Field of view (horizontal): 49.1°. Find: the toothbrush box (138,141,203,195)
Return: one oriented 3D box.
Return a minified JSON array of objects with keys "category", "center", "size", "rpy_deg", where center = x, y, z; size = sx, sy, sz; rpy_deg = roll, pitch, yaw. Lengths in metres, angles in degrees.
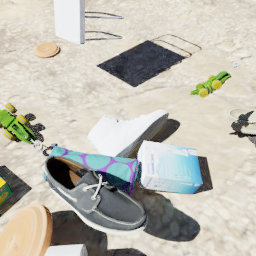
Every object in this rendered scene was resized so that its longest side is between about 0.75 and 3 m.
[{"category":"toothbrush box","center":[1.051,1.033,7.304],"size":[1.501,0.640,1.099],"rpy_deg":[9,48,-11]}]

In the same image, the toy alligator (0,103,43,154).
[{"category":"toy alligator","center":[-3.287,0.050,8.458],"size":[2.373,0.570,0.786],"rpy_deg":[40,86,19]}]

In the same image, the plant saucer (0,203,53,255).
[{"category":"plant saucer","center":[-2.275,2.460,5.683],"size":[1.964,0.317,1.964],"rpy_deg":[-31,39,29]}]

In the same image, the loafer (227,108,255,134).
[{"category":"loafer","center":[3.904,-0.292,7.925],"size":[0.974,0.879,2.575],"rpy_deg":[-23,22,-23]}]

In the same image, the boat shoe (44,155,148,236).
[{"category":"boat shoe","center":[-0.695,1.244,5.367],"size":[2.362,0.799,0.848],"rpy_deg":[24,46,26]}]

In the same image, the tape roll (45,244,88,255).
[{"category":"tape roll","center":[-1.077,3.051,4.935],"size":[0.655,1.872,1.872],"rpy_deg":[-2,49,-2]}]

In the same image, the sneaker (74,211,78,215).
[{"category":"sneaker","center":[-0.672,2.034,6.761],"size":[1.284,0.498,0.586],"rpy_deg":[-12,75,6]}]

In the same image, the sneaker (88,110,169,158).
[{"category":"sneaker","center":[-0.026,-0.102,8.328],"size":[2.445,0.901,1.413],"rpy_deg":[-35,61,-25]}]

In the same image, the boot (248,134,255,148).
[{"category":"boot","center":[4.421,0.567,7.441],"size":[2.232,0.773,1.943],"rpy_deg":[1,30,21]}]

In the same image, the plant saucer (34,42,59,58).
[{"category":"plant saucer","center":[-3.358,-3.231,11.533],"size":[1.029,0.166,1.029],"rpy_deg":[0,48,0]}]

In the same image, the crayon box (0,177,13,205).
[{"category":"crayon box","center":[-4.092,1.856,6.800],"size":[1.247,0.612,2.100],"rpy_deg":[30,55,23]}]

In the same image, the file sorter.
[{"category":"file sorter","center":[-1.161,-4.165,8.638],"size":[1.721,2.763,1.917],"rpy_deg":[-12,29,-31]}]

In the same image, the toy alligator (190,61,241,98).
[{"category":"toy alligator","center":[2.062,-1.047,6.501],"size":[1.302,0.313,0.432],"rpy_deg":[-31,30,17]}]

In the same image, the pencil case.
[{"category":"pencil case","center":[-0.916,1.080,7.219],"size":[2.353,1.001,1.087],"rpy_deg":[9,11,7]}]
